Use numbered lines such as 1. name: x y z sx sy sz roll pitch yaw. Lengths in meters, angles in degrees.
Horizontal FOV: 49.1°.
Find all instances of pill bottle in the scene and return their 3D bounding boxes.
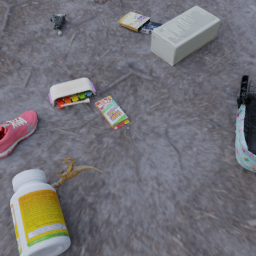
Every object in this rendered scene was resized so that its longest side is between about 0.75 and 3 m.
1. pill bottle: -2.587 2.429 8.006 1.312 1.312 2.363 -19 58 -13

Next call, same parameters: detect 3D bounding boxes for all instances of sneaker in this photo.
1. sneaker: -3.985 0.069 9.832 0.795 0.936 2.157 26 59 16

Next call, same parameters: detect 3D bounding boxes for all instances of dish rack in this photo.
1. dish rack: 5.289 -1.250 10.982 1.905 0.520 1.461 16 58 10

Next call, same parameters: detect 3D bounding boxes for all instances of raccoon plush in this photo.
1. raccoon plush: -3.249 -5.045 13.679 0.808 0.584 1.206 -21 88 -30

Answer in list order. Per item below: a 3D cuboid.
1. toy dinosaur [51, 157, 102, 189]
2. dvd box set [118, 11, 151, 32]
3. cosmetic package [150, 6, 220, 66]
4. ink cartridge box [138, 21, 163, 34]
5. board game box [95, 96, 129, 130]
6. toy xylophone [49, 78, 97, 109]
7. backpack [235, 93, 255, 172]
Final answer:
1. toy dinosaur: -1.442 1.137 7.481 1.352 0.408 0.718 -25 100 -14
2. dvd box set: 0.292 -5.197 13.638 1.326 0.195 0.971 32 67 31
3. cosmetic package: 2.571 -4.210 12.637 2.924 1.069 1.514 -35 63 -20
4. ink cartridge box: 1.145 -4.836 13.544 1.386 0.272 0.689 15 58 11
5. board game box: -0.609 -0.600 10.745 0.686 0.215 1.435 -29 63 -17
6. toy xylophone: -2.190 -1.321 11.042 1.899 0.477 1.390 -10 57 -6
7. backpack: 4.553 0.222 9.340 2.090 1.585 2.505 10 58 17
